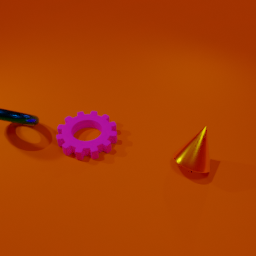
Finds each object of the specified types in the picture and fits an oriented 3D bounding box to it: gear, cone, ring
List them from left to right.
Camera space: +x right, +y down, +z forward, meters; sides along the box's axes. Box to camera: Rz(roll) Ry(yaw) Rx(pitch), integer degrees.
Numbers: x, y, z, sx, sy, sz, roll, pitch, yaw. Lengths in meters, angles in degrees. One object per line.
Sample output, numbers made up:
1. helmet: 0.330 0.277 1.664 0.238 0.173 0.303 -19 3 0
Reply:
1. ring: -3.440 -0.356 8.267 1.600 1.600 0.320 11 89 12
2. gear: -1.222 0.178 8.425 1.767 0.327 1.767 1 43 -1
3. cone: 1.858 0.436 7.369 1.069 1.073 1.069 15 20 -6
